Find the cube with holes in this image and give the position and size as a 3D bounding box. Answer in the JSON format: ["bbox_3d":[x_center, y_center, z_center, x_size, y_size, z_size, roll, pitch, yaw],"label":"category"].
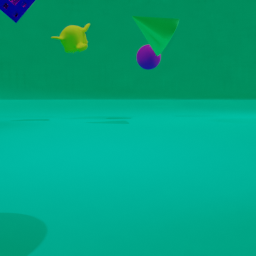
[{"bbox_3d":[-3.443,-3.929,7.858,1.109,1.109,1.109,42,2,27],"label":"cube with holes"}]

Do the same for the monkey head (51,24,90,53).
[{"bbox_3d":[-1.785,-3.015,9.478,1.445,0.871,1.040,-28,29,-19],"label":"monkey head"}]

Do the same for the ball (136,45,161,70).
[{"bbox_3d":[0.763,-2.622,10.379,0.904,0.904,0.904,0,6,0],"label":"ball"}]

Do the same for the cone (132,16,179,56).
[{"bbox_3d":[0.685,-3.115,8.654,1.289,1.284,1.284,28,2,-10],"label":"cone"}]
